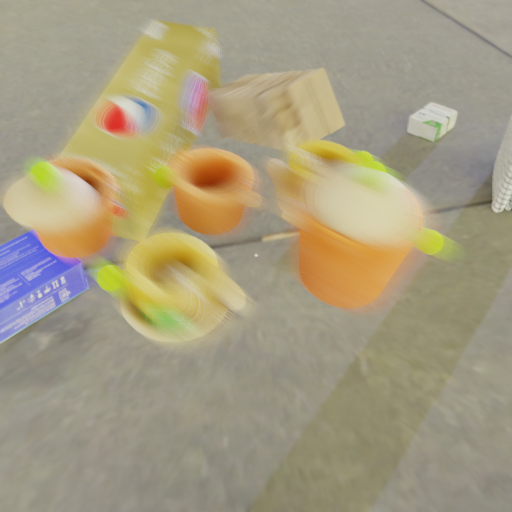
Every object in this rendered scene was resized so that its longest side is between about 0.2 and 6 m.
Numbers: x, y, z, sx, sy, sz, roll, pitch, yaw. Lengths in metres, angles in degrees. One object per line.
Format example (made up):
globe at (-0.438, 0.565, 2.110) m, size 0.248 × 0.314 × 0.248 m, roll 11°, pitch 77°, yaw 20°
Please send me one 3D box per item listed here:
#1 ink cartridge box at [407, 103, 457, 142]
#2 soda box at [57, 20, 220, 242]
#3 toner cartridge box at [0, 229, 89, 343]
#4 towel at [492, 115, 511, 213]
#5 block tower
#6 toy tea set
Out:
ink cartridge box at (3.611, -2.746, 11.480) m, size 0.646 × 0.366 × 0.881 m, roll 32°, pitch 51°, yaw 30°
soda box at (-1.501, -1.824, 7.748) m, size 1.042 × 1.103 × 3.255 m, roll 13°, pitch 56°, yaw 11°
toner cartridge box at (-3.700, 0.630, 7.587) m, size 1.205 × 0.548 × 2.536 m, roll 31°, pitch 50°, yaw 31°
towel at (4.636, -1.728, 9.517) m, size 0.775 × 1.499 × 1.811 m, roll 14°, pitch 43°, yaw 12°
block tower at (0.095, -1.929, 7.311) m, size 0.708 × 0.758 × 2.621 m, roll -30°, pitch 23°, yaw -13°
toy tea set at (-0.181, -0.347, 3.466) m, size 2.556 × 0.946 × 1.520 m, roll -9°, pitch 49°, yaw -17°
